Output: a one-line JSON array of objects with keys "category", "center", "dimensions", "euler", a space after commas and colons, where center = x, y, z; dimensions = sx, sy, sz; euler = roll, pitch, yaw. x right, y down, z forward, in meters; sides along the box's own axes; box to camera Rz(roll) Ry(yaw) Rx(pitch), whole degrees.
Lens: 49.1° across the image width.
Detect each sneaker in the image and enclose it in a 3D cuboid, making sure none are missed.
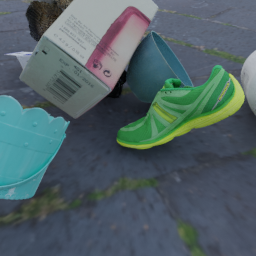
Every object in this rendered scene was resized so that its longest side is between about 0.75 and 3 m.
[{"category": "sneaker", "center": [0.921, -0.404, 5.895], "dimensions": [2.798, 1.169, 1.036], "euler": [-25, 5, 25]}]

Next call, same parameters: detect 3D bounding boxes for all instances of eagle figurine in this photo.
[{"category": "eagle figurine", "center": [-1.922, -3.354, 8.320], "dimensions": [2.125, 2.815, 2.136], "euler": [-14, 42, -15]}]

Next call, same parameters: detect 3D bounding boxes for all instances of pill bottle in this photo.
[{"category": "pill bottle", "center": [3.571, -0.938, 6.432], "dimensions": [1.624, 1.624, 2.840], "euler": [10, 26, 12]}]

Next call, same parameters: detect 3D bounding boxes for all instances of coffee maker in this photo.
[{"category": "coffee maker", "center": [-0.329, -1.342, 7.972], "dimensions": [0.984, 0.690, 1.024], "euler": [-9, 29, 9]}]

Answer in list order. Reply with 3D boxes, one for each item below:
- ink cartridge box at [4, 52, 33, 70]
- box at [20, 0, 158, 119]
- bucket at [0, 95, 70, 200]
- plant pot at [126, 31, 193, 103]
[{"category": "ink cartridge box", "center": [-2.360, -2.155, 9.045], "dimensions": [2.737, 0.537, 1.361], "euler": [3, 19, 3]}, {"category": "box", "center": [-0.819, -1.970, 6.414], "dimensions": [1.591, 1.867, 2.920], "euler": [37, 57, -18]}, {"category": "bucket", "center": [-1.987, 0.163, 4.165], "dimensions": [1.965, 1.965, 1.278], "euler": [17, 85, 20]}, {"category": "plant pot", "center": [0.686, -1.385, 7.355], "dimensions": [1.255, 1.863, 1.863], "euler": [-33, 30, 24]}]
